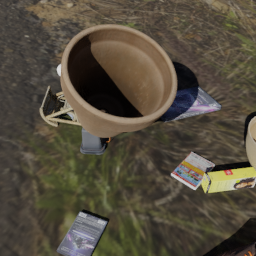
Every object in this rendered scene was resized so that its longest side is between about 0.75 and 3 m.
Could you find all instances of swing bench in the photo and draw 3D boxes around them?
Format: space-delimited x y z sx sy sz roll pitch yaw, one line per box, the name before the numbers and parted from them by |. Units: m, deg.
swing bench | -1.970 -0.704 8.738 1.216 0.789 1.209 -3 42 4

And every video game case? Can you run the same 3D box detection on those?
video game case | 1.686 1.083 7.234 0.716 0.087 1.002 30 50 29
video game case | -0.942 2.282 5.905 0.693 0.092 0.970 15 45 16
video game case | 1.805 -0.824 9.196 1.991 0.189 1.422 -12 38 -14

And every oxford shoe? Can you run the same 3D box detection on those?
oxford shoe | 2.070 2.498 5.134 2.167 0.786 0.771 -17 45 -18

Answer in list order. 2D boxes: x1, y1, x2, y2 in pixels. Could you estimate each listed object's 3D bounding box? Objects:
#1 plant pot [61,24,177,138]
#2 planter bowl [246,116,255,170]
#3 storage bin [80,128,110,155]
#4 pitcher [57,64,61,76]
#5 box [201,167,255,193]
plant pot | -0.368 -0.789 6.603 2.444 2.132 2.444 6 66 -13
planter bowl | 3.740 0.630 6.891 1.819 1.224 1.819 0 42 0
storage bin | -0.902 0.077 7.858 0.824 0.760 1.132 3 43 3
pitcher | -2.137 -2.072 10.464 0.874 0.530 0.750 34 44 20
box | 2.451 1.257 6.763 1.254 0.472 0.314 -6 42 -5
